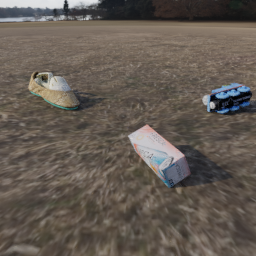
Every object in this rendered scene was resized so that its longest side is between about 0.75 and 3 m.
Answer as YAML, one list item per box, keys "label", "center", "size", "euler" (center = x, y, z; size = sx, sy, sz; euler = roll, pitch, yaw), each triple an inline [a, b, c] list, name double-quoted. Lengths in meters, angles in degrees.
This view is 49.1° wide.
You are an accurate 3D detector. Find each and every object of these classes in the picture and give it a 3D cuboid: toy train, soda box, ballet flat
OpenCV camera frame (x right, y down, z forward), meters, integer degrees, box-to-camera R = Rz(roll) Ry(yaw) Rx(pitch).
- label: "toy train"
  center: [3.159, -0.955, 8.970]
  size: [1.639, 0.710, 0.936]
  euler: [-17, 25, -21]
- label: "soda box"
  center: [0.594, 0.513, 5.749]
  size: [0.539, 0.501, 1.576]
  euler: [-31, 30, -9]
- label: "ballet flat"
  center: [-2.648, -1.409, 9.705]
  size: [2.786, 0.909, 0.982]
  euler: [23, 23, 38]
